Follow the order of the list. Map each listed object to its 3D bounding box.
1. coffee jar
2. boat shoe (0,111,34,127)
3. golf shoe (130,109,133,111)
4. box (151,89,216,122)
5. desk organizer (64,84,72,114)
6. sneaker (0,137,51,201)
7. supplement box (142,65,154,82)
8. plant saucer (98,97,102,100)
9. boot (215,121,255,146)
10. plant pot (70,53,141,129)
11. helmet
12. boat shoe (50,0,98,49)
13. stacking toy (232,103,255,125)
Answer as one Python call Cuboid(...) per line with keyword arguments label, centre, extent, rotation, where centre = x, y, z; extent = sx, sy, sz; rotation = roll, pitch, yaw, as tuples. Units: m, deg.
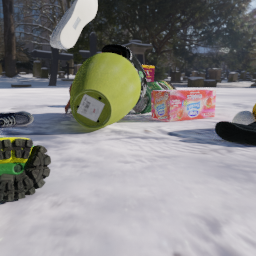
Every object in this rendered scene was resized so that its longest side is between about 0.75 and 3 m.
Cuboid(label="coffee jar", centre=(1.242, -1.514, 13.362), extent=(2.836, 1.210, 1.479), rotation=(-10, 53, -47))
Cuboid(label="boat shoe", centre=(-3.898, -0.229, 9.215), extent=(1.430, 0.534, 0.663), rotation=(-1, 22, 10))
Cuboid(label="golf shoe", centre=(0.492, -0.955, 13.545), extent=(0.498, 0.410, 1.089), rotation=(23, 23, 28))
Cuboid(label="box", centre=(2.219, -0.957, 11.166), extent=(2.391, 1.132, 1.227), rotation=(-6, 12, -31))
Cuboid(label="desk organizer", centre=(-2.310, -1.246, 12.094), extent=(0.600, 0.644, 1.673), rotation=(-5, -19, -28))
Cuboid(label="sneaker", centre=(-2.454, 0.587, 3.568), extent=(2.668, 1.041, 1.137), rotation=(3, -1, -37))
Cuboid(label="supplement box", centre=(0.712, -2.370, 15.822), extent=(0.967, 2.259, 1.246), rotation=(-5, 11, -36))
Cuboid(label="plant saucer", centre=(-1.008, -0.852, 11.069), extent=(1.887, 0.278, 1.887), rotation=(20, -9, 3))
Cuboid(label="boot", centre=(3.070, 0.060, 7.267), extent=(1.299, 0.496, 1.091), rotation=(17, 22, 38))
Cuboid(label="plant pot", centre=(-0.909, -1.022, 9.182), extent=(2.447, 2.447, 2.615), rotation=(1, 24, 7))
Cuboid(label="helmet", centre=(-0.482, -1.824, 11.317), extent=(2.553, 2.434, 2.553), rotation=(-10, 49, 11))
Cuboid(label="boat shoe", centre=(-1.455, -2.865, 7.472), extent=(0.653, 1.907, 0.687), rotation=(9, -20, 36))
Cuboid(label="stacking toy", centre=(4.325, -0.455, 8.087), extent=(2.611, 1.908, 1.908), rotation=(-16, 10, 3))
